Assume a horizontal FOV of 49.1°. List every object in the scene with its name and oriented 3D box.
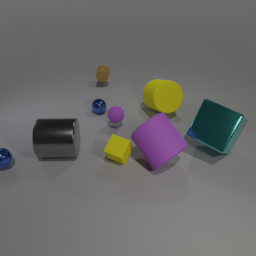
[{"bbox_3d":[-4.290,1.019,9.501,0.700,0.700,0.700,0,31,0],"label":"ball"},{"bbox_3d":[-1.392,-3.013,15.477,0.700,0.700,0.700,1,38,2],"label":"cylinder"},{"bbox_3d":[-0.328,0.749,9.745,0.700,0.700,0.700,20,69,20],"label":"cube"},{"bbox_3d":[-0.504,-0.562,11.670,0.700,0.700,0.700,0,31,0],"label":"ball"},{"bbox_3d":[3.139,-0.033,9.830,1.400,1.400,1.400,30,9,27],"label":"cube"},{"bbox_3d":[-2.507,0.354,9.999,1.400,1.400,1.400,-1,31,-1],"label":"cylinder"},{"bbox_3d":[1.531,-1.449,12.591,1.400,1.400,1.400,-10,15,-16],"label":"cylinder"},{"bbox_3d":[-1.341,-1.008,12.974,0.700,0.700,0.700,0,31,0],"label":"ball"},{"bbox_3d":[1.038,0.445,9.369,1.400,1.400,1.400,-27,76,-38],"label":"cylinder"}]
